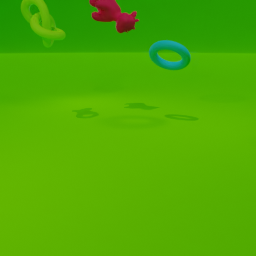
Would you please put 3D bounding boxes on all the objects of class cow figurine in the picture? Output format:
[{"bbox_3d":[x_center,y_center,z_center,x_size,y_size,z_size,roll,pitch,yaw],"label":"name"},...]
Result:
[{"bbox_3d":[-0.457,-3.904,9.422,1.525,0.850,1.549,3,55,-25],"label":"cow figurine"}]

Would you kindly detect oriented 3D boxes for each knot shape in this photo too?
[{"bbox_3d":[-2.523,-3.107,8.542,0.750,1.623,1.519,-35,53,-3],"label":"knot shape"}]

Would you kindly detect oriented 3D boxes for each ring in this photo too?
[{"bbox_3d":[1.266,-2.188,8.535,1.287,0.257,1.287,16,-18,5],"label":"ring"}]
